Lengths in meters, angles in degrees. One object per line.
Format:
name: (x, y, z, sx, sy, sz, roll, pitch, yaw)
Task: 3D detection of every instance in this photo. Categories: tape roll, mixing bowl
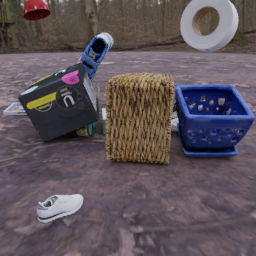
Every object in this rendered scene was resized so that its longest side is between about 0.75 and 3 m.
tape roll: (2.694, -3.494, 9.382, 1.811, 1.811, 0.633, 13, 13, 33)
mixing bowl: (-2.855, -3.702, 8.623, 0.838, 0.454, 0.838, -15, 4, 1)

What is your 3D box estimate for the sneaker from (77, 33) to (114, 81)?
sneaker: (-1.619, -2.911, 12.022, 0.979, 2.647, 1.089, 31, 15, -7)

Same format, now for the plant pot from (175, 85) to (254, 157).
plant pot: (2.468, -0.163, 8.684, 1.921, 1.727, 1.921, -1, 36, 0)

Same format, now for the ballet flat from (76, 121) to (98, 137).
ballet flat: (-1.609, -0.147, 10.828, 0.635, 0.635, 1.797, 1, 21, 4)

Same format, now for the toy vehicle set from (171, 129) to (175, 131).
toy vehicle set: (1.711, -0.115, 11.274, 1.408, 0.187, 0.875, 0, 19, 0)

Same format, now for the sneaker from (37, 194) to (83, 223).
sneaker: (-1.425, 1.625, 6.016, 1.072, 0.431, 0.409, -16, 23, -42)

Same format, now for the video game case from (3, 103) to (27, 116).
video game case: (-4.570, -0.971, 13.659, 2.410, 0.217, 1.726, -2, 20, -6)

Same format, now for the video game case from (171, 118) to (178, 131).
video game case: (2.797, -0.054, 10.643, 1.902, 0.239, 2.090, 23, 27, 33)

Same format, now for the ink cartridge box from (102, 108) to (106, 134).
ink cartridge box: (-0.490, -0.409, 11.434, 1.114, 0.636, 2.146, -2, 20, -5)

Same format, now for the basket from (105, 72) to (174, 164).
basket: (0.378, -0.381, 8.496, 1.887, 2.534, 1.808, 2, 20, 7)

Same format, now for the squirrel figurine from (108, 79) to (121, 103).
squirrel figurine: (0.282, -1.799, 13.916, 2.331, 1.767, 2.497, -4, 22, -30)

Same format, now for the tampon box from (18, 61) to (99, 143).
tampon box: (-2.433, -1.126, 10.679, 2.197, 1.850, 2.931, -22, 21, 2)

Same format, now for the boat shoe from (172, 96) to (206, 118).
boat shoe: (2.331, -0.945, 11.620, 0.794, 0.715, 2.246, -19, -2, -42)
